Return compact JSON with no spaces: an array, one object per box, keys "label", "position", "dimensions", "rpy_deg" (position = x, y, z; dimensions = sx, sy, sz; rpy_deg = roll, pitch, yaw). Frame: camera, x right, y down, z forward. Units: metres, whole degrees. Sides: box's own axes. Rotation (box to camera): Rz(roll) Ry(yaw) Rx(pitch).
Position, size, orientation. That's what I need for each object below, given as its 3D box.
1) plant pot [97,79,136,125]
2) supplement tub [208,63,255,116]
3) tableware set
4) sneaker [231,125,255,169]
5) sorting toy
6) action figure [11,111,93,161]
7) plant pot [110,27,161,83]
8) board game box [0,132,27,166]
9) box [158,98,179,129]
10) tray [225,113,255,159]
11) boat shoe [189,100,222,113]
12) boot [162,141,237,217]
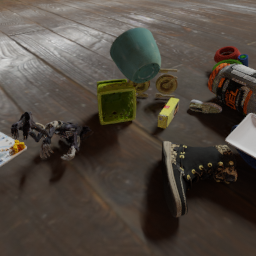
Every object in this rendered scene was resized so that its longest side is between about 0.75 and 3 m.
[{"label":"plant pot","position":[-0.510,-1.099,10.631],"dimensions":[1.398,1.391,1.268],"rpy_deg":[-8,36,-10]},{"label":"supplement tub","position":[4.621,-1.470,10.992],"dimensions":[1.693,1.693,2.763],"rpy_deg":[-20,39,-26]},{"label":"tableware set","position":[1.029,-1.797,11.692],"dimensions":[2.079,1.374,0.417],"rpy_deg":[3,35,6]},{"label":"sneaker","position":[4.459,0.829,8.389],"dimensions":[1.150,1.035,2.952],"rpy_deg":[-17,46,-23]},{"label":"sorting toy","position":[5.098,-2.971,13.888],"dimensions":[1.620,1.106,2.695],"rpy_deg":[-3,45,22]},{"label":"action figure","position":[-2.229,0.348,8.750],"dimensions":[1.555,1.335,2.616],"rpy_deg":[-7,-17,40]},{"label":"plant pot","position":[0.386,-2.394,9.789],"dimensions":[1.670,1.670,1.340],"rpy_deg":[-16,65,-21]},{"label":"board game box","position":[-4.861,0.741,9.073],"dimensions":[2.191,0.284,2.192],"rpy_deg":[22,41,27]},{"label":"box","position":[1.565,-0.596,10.747],"dimensions":[0.367,0.552,1.466],"rpy_deg":[16,39,21]},{"label":"tray","position":[4.258,0.704,7.594],"dimensions":[2.864,0.318,1.538],"rpy_deg":[34,56,30]},{"label":"boat shoe","position":[3.072,-0.774,11.183],"dimensions":[1.276,0.459,0.396],"rpy_deg":[15,63,26]},{"label":"boot","position":[1.983,1.281,7.761],"dimensions":[2.014,0.979,2.675],"rpy_deg":[0,29,1]}]
